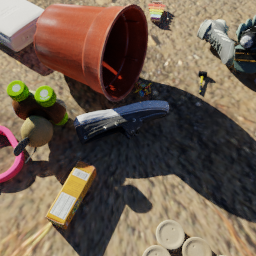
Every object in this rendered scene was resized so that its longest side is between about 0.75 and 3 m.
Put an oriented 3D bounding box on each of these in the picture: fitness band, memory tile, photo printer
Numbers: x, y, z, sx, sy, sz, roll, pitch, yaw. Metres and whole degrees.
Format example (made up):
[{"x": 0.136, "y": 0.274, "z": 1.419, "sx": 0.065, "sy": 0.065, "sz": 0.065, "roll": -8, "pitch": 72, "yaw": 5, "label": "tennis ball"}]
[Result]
[{"x": -3.844, "y": 0.710, "z": 8.132, "sx": 1.353, "sy": 0.352, "sz": 1.883, "roll": -31, "pitch": 63, "yaw": -19, "label": "fitness band"}, {"x": 1.063, "y": 3.738, "z": 6.210, "sx": 2.181, "sy": 0.239, "sz": 2.845, "roll": 29, "pitch": 61, "yaw": 18, "label": "memory tile"}, {"x": -4.623, "y": -4.283, "z": 11.081, "sx": 2.516, "sy": 0.874, "sz": 2.093, "roll": 33, "pitch": 63, "yaw": 19, "label": "photo printer"}]

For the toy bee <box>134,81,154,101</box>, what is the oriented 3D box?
[{"x": 0.601, "y": -1.308, "z": 9.341, "sx": 1.004, "sy": 0.546, "sz": 0.657, "roll": 29, "pitch": 60, "yaw": 18, "label": "toy bee"}]

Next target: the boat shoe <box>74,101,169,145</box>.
[{"x": -0.114, "y": -0.100, "z": 8.349, "sx": 2.906, "sy": 1.016, "sz": 0.963, "roll": -10, "pitch": 77, "yaw": -11, "label": "boat shoe"}]

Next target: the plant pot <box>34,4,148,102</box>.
[{"x": -1.246, "y": -2.642, "z": 9.049, "sx": 2.832, "sy": 2.912, "sz": 2.912, "roll": 20, "pitch": 59, "yaw": 22, "label": "plant pot"}]

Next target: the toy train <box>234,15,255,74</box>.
[{"x": 4.475, "y": -2.926, "z": 9.580, "sx": 1.154, "sy": 1.543, "sz": 2.708, "roll": 17, "pitch": 37, "yaw": 36, "label": "toy train"}]

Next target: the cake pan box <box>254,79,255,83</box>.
[{"x": 6.010, "y": -1.216, "z": 9.093, "sx": 2.611, "sy": 0.742, "sz": 2.835, "roll": -20, "pitch": 63, "yaw": -15, "label": "cake pan box"}]

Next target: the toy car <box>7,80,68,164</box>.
[{"x": -2.743, "y": -0.030, "z": 7.985, "sx": 1.580, "sy": 1.645, "sz": 2.003, "roll": 11, "pitch": 70, "yaw": 7, "label": "toy car"}]

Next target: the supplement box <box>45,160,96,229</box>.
[{"x": -1.450, "y": 1.727, "z": 7.336, "sx": 0.579, "sy": 0.560, "sz": 1.684, "roll": 24, "pitch": 60, "yaw": 11, "label": "supplement box"}]

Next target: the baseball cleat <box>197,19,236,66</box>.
[{"x": 3.230, "y": -3.172, "z": 10.383, "sx": 1.293, "sy": 0.847, "sz": 2.429, "roll": 5, "pitch": 49, "yaw": -3, "label": "baseball cleat"}]

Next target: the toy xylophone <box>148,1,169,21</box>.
[{"x": 1.297, "y": -4.898, "z": 11.837, "sx": 0.866, "sy": 0.297, "sz": 1.183, "roll": -1, "pitch": 57, "yaw": -1, "label": "toy xylophone"}]

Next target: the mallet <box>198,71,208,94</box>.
[{"x": 2.516, "y": -1.608, "z": 9.765, "sx": 0.325, "sy": 0.203, "sz": 0.986, "roll": 18, "pitch": 62, "yaw": 11, "label": "mallet"}]
